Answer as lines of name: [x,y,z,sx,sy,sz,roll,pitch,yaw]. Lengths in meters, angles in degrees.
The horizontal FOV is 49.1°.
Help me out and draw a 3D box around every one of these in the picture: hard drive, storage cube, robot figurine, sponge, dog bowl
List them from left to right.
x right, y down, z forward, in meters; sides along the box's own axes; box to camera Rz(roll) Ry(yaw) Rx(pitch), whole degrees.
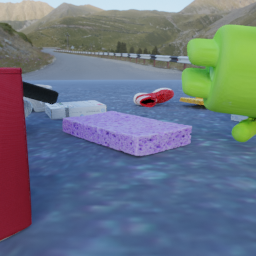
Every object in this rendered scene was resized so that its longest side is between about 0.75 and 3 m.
storage cube: [-1.873,0.242,2.402,1.442,1.516,1.687,8,13,35]
dog bowl: [-4.277,-1.228,10.919,2.934,0.860,2.934,2,12,0]
hard drive: [-2.478,-0.922,6.335,1.360,0.320,1.948,15,3,-30]
sponge: [-0.147,0.024,6.196,1.535,0.410,2.752,-10,16,-39]
robot figurine: [2.469,-1.000,5.240,2.806,2.462,1.623,9,29,4]

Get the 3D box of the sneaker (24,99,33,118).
sneaker: [-3.095,-0.237,6.937,0.988,0.743,1.984,9,24,33]

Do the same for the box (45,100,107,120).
box: [-1.798,-0.647,9.500,1.810,0.373,1.411,-7,15,-23]

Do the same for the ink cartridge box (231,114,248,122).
ink cartridge box: [3.716,-0.294,8.015,0.652,0.306,1.386,-7,13,-27]

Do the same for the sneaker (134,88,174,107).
sneaker: [1.255,-1.196,11.929,1.849,0.724,1.068,-15,23,-12]

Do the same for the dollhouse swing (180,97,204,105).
dollhouse swing: [3.400,-1.624,11.479,1.744,1.803,1.984,18,3,-27]
